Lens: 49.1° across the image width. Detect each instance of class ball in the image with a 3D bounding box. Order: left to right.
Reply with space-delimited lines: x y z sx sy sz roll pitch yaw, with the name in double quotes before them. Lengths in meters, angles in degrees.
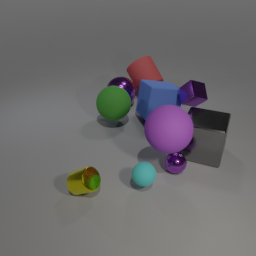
"ball" -0.574 -0.992 11.233 1.400 1.400 1.400 0 30 0
"ball" -0.333 -1.674 12.983 1.400 1.400 1.400 0 30 0
"ball" 0.458 1.324 8.041 0.700 0.700 0.700 0 30 0
"ball" 1.169 0.034 8.072 1.400 1.400 1.400 0 30 0
"ball" 1.514 1.096 8.902 0.700 0.700 0.700 0 30 0

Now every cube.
"cube" 1.277 -1.126 11.618 1.400 1.400 1.400 2 21 -18
"cube" 2.420 -1.272 10.405 0.700 0.700 0.700 7 67 -29
"cube" 2.615 0.273 9.597 1.400 1.400 1.400 12 32 20

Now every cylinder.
"cylinder" -1.254 1.500 7.942 0.700 0.700 0.700 -21 15 37
"cylinder" 0.847 -2.635 13.979 1.400 1.400 1.400 -28 -6 -3
